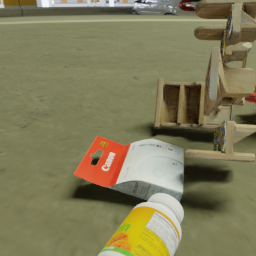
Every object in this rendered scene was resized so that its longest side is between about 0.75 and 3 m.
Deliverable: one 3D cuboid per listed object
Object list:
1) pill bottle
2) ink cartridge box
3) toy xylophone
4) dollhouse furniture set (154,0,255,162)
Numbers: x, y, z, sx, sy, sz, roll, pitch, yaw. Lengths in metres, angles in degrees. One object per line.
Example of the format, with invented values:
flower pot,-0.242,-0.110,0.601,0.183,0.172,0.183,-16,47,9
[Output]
pill bottle,0.236,1.480,3.666,0.771,0.771,1.388,13,29,25
ink cartridge box,0.122,0.625,5.358,1.875,0.443,1.501,18,29,3
toy xylophone,3.860,-1.294,7.395,1.917,2.618,0.658,16,62,29
dollhouse furniture set,1.433,-0.715,5.961,1.919,2.710,2.950,4,-6,13
